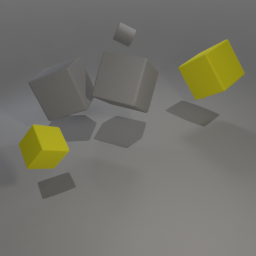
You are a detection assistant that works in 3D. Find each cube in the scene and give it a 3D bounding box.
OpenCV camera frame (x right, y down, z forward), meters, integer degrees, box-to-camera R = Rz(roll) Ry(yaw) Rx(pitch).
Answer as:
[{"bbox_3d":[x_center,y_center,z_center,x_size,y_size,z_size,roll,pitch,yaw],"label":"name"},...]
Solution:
[{"bbox_3d":[-2.045,-1.283,9.067,1.400,1.400,1.400,-15,25,15],"label":"cube"},{"bbox_3d":[-0.041,-1.367,8.568,1.400,1.400,1.400,15,1,21],"label":"cube"},{"bbox_3d":[2.983,-2.052,10.047,1.400,1.400,1.400,-36,10,-30],"label":"cube"},{"bbox_3d":[-1.869,0.430,6.217,0.700,0.700,0.700,8,43,-50],"label":"cube"}]

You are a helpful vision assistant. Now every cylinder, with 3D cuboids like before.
[{"bbox_3d":[-0.142,-3.663,11.008,0.700,0.700,0.700,23,28,-11],"label":"cylinder"}]
